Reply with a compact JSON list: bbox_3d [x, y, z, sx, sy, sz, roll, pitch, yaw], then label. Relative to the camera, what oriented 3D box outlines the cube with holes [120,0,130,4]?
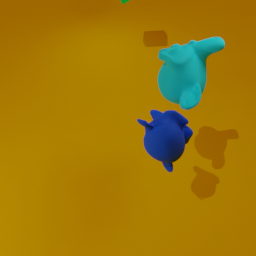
[{"bbox_3d":[0.033,-4.922,9.548,0.841,0.841,0.841,-20,32,26],"label":"cube with holes"}]

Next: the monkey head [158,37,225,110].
[{"bbox_3d":[1.176,-1.032,5.174,1.308,1.095,1.818,-15,21,14],"label":"monkey head"}]

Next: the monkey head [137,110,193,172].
[{"bbox_3d":[0.525,0.104,4.504,0.767,1.273,0.915,-43,40,-13],"label":"monkey head"}]
